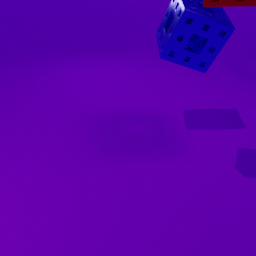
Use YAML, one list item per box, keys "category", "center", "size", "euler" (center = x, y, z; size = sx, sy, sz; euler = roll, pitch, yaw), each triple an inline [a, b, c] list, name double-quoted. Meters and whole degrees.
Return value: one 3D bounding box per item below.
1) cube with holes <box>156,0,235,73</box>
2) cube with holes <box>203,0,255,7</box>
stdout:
- category: "cube with holes"
  center: [1.418, -2.151, 6.236]
  size: [1.142, 1.142, 1.142]
  euler: [14, 44, -15]
- category: "cube with holes"
  center: [1.363, -2.055, 3.216]
  size: [0.868, 0.868, 0.868]
  euler: [4, 69, 12]
